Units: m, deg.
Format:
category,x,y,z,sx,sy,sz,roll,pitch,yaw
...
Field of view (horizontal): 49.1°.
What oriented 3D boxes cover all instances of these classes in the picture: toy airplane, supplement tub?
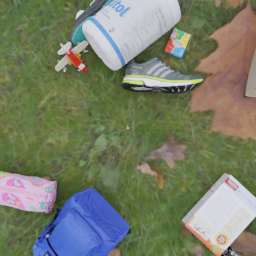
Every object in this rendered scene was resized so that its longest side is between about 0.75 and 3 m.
category,x,y,z,sx,sy,sz,roll,pitch,yaw
toy airplane,-2.044,-2.607,10.180,1.176,0.830,1.171,-2,115,-18
supplement tub,0.098,-3.587,9.696,2.947,1.945,1.945,-39,87,-3

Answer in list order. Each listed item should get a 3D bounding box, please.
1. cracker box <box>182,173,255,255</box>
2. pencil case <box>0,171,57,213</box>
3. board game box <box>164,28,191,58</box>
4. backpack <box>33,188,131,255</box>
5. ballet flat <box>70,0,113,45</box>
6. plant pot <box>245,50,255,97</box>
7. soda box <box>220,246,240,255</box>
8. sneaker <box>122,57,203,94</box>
category,x,y,z,sx,sy,sz,roll,pitch,yaw
cracker box,3.317,3.018,9.888,1.601,0.690,2.391,44,88,3
pencil case,-3.888,2.175,9.715,2.758,1.206,1.206,11,86,0
board game box,1.867,-3.194,10.538,0.704,0.186,0.920,23,87,1
backpack,-1.761,3.596,8.922,2.196,2.268,2.703,46,108,18
ballet flat,-1.256,-4.176,10.328,2.640,0.964,0.964,-44,87,4
plant pot,5.900,-2.619,9.330,2.885,2.881,2.554,7,74,1
soda box,4.003,4.875,9.883,1.460,0.462,0.517,42,88,3
sneaker,1.254,-1.940,10.054,2.918,1.078,1.181,3,83,-1
